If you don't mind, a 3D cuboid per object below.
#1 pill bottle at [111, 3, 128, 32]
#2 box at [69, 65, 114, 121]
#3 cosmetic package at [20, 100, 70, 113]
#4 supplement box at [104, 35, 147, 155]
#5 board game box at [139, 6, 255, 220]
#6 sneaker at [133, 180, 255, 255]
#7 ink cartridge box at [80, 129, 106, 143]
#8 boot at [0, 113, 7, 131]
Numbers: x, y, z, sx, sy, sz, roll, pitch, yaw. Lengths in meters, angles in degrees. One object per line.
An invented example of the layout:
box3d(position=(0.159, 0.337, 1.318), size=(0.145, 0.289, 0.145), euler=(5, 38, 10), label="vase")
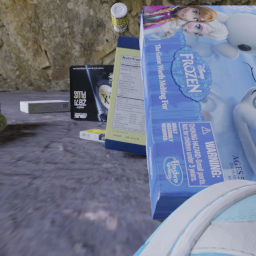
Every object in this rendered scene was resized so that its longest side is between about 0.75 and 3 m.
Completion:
box3d(position=(-0.270, -3.669, 9.395), size=(0.542, 0.542, 0.949), euler=(0, -13, 0), label="pill bottle")
box3d(position=(-0.795, -1.244, 9.953), size=(2.371, 1.942, 1.021), euler=(3, 10, 16), label="box")
box3d(position=(-3.918, -1.029, 13.219), size=(1.944, 0.502, 1.465), euler=(-6, 13, -32), label="cosmetic package")
box3d(position=(0.425, -0.618, 5.480), size=(1.288, 1.917, 1.919), euler=(9, 10, 4), label="supplement box")
box3d(position=(1.641, -0.442, 3.328), size=(2.899, 0.632, 2.913), euler=(0, 52, -2), label="board game box")
box3d(position=(0.479, 0.811, 0.606), size=(1.353, 0.824, 2.072), euler=(6, 20, 45), label="sneaker")
box3d(position=(-0.534, 0.157, 6.653), size=(0.857, 0.204, 0.867), euler=(7, 12, 29), label="ink cartridge box")
box3d(position=(-4.364, -0.154, 6.355), size=(2.533, 0.913, 1.959), euler=(8, 11, 12), label="boot")
